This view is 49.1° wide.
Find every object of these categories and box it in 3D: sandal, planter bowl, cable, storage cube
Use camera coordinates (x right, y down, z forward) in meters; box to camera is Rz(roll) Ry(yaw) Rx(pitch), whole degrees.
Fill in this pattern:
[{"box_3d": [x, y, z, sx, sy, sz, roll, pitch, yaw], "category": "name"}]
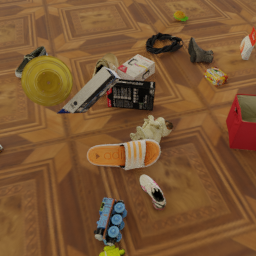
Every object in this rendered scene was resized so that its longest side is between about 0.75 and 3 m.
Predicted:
[{"box_3d": [-0.167, 1.007, 9.639, 2.595, 0.994, 0.744, -6, 7, 4], "category": "sandal"}, {"box_3d": [-2.387, -1.371, 8.375, 1.552, 1.552, 0.646, -16, 17, -14], "category": "planter bowl"}, {"box_3d": [1.779, -4.525, 14.823, 2.062, 0.524, 1.682, -25, 53, -20], "category": "cable"}, {"box_3d": [4.647, -0.177, 10.364, 1.719, 1.545, 1.469, 5, 49, 4], "category": "storage cube"}]

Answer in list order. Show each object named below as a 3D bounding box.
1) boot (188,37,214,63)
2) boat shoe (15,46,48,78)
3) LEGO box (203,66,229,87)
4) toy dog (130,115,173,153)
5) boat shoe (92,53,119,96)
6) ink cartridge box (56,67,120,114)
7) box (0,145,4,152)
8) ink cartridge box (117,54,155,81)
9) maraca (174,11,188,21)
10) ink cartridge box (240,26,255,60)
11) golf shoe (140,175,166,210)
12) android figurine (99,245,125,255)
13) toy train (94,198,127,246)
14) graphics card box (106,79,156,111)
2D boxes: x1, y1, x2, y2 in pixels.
[{"box_3d": [3.728, -3.943, 14.360, 1.127, 0.597, 1.712, 2, 60, -3], "category": "boot"}, {"box_3d": [-4.742, -3.279, 13.583, 0.759, 0.747, 2.105, 19, 52, 16], "category": "boat shoe"}, {"box_3d": [4.108, -2.416, 13.095, 0.679, 0.352, 0.912, -24, 53, -20], "category": "LEGO box"}, {"box_3d": [1.044, 0.149, 10.473, 1.427, 0.996, 1.384, -36, 75, -28], "category": "toy dog"}, {"box_3d": [-1.057, -2.715, 12.979, 1.016, 0.915, 2.816, 9, 50, 8], "category": "boat shoe"}, {"box_3d": [-1.298, -1.075, 9.362, 2.237, 1.112, 0.438, -41, 85, 14], "category": "ink cartridge box"}, {"box_3d": [-5.138, 0.826, 10.401, 0.818, 0.163, 0.560, -33, 57, -26], "category": "box"}, {"box_3d": [0.378, -2.711, 13.166, 1.107, 0.642, 1.500, 33, 58, 26], "category": "ink cartridge box"}, {"box_3d": [3.152, -6.632, 16.671, 0.653, 0.510, 0.952, -37, 64, -19], "category": "maraca"}, {"box_3d": [6.031, -4.267, 14.068, 0.329, 1.312, 1.064, 4, 49, 4], "category": "ink cartridge box"}, {"box_3d": [0.823, 1.980, 9.109, 0.486, 0.617, 1.340, -24, 52, -19], "category": "golf shoe"}, {"box_3d": [-0.473, 3.721, 7.883, 0.873, 0.179, 0.795, -9, 50, -10], "category": "android figurine"}, {"box_3d": [-0.529, 2.801, 8.436, 0.799, 0.606, 1.399, 4, 51, 15], "category": "toy train"}, {"box_3d": [0.117, -1.386, 11.613, 1.982, 1.243, 0.504, 6, 47, 6], "category": "graphics card box"}]
